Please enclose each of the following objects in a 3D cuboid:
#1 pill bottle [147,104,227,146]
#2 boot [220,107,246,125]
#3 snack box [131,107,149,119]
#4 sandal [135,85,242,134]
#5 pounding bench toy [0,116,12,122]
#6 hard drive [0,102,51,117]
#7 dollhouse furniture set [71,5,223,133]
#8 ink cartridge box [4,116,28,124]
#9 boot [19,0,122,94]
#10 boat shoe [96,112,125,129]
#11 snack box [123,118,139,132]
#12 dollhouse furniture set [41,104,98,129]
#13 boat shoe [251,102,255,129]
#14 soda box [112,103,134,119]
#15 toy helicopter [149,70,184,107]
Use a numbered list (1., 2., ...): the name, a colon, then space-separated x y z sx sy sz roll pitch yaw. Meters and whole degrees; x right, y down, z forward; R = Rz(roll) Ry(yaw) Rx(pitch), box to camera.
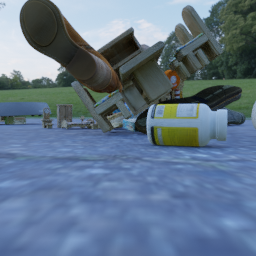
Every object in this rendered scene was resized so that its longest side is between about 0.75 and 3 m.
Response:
1. pill bottle: 0.682 -0.035 3.234 0.868 0.486 0.486 1 3 19
2. boot: 3.021 -0.390 9.843 1.836 0.666 1.669 -9 13 -37
3. snack box: 0.294 -1.279 12.151 0.594 1.481 1.756 24 18 -34
4. sandal: 1.229 -0.272 5.452 2.212 0.604 0.904 -22 27 -17
5. pounding bench toy: -6.987 -0.745 14.974 1.364 0.847 1.064 1 3 27
6. hard drive: -4.639 -0.701 11.109 2.689 0.569 1.814 -5 4 -37
7. dollhouse furniture set: 0.097 -1.408 6.103 2.522 1.912 2.878 -34 0 0
8. ink cartridge box: -4.408 -0.306 11.076 0.924 0.311 0.541 1 4 40
9. boot: -1.140 -1.589 6.042 0.879 2.385 1.845 -41 -13 9
10. boat shoe: -0.453 -0.216 7.399 0.468 0.439 1.269 -4 1 -40
11. snack box: 0.548 -0.111 6.527 1.188 0.220 0.690 -5 9 -20
12. dollhouse furniture set: -1.562 -0.314 7.386 1.174 0.672 1.376 -2 3 -29
13. boat shoe: 2.894 -0.231 3.611 2.322 0.867 1.077 -7 10 -14
14. soda box: -0.147 -0.529 8.522 0.529 0.560 1.650 19 17 7
15. toy helicopter: 1.850 -0.874 10.856 2.971 1.965 1.172 22 -5 -33
